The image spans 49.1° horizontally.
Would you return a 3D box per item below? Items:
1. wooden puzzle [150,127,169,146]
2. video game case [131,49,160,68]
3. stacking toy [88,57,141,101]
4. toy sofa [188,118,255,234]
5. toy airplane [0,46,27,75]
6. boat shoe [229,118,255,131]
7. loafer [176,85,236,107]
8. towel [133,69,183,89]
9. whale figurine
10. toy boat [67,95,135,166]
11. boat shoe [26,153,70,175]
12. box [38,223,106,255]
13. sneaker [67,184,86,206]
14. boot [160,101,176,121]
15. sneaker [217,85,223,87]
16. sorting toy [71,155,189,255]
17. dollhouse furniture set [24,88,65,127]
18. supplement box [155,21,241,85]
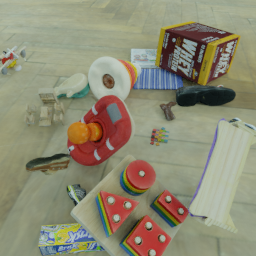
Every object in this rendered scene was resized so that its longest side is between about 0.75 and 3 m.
[{"bbox_3d":[1.188,0.292,10.346,0.620,0.073,1.046,8,42,9],"label":"wooden puzzle"},{"bbox_3d":[1.142,-3.679,14.753,1.973,0.234,1.796,1,41,0],"label":"video game case"},{"bbox_3d":[-0.264,-2.320,12.284,1.990,1.990,2.723,20,31,21],"label":"stacking toy"},{"bbox_3d":[2.390,1.178,7.340,1.332,1.131,2.730,22,80,-5],"label":"toy sofa"},{"bbox_3d":[-5.612,-3.281,13.633,1.615,1.140,1.608,-33,28,12],"label":"toy airplane"},{"bbox_3d":[4.226,0.036,10.427,0.517,0.403,1.139,-24,39,-24],"label":"boat shoe"},{"bbox_3d":[3.229,-1.487,11.767,2.461,0.896,0.890,1,42,0],"label":"loafer"},{"bbox_3d":[1.430,-2.289,13.228,2.280,0.272,1.651,1,43,4],"label":"towel"},{"bbox_3d":[-2.424,-1.661,12.176,1.699,0.881,1.351,-20,43,13],"label":"whale figurine"},{"bbox_3d":[-1.125,0.146,8.589,1.669,2.554,1.667,-1,58,-47],"label":"toy boat"},{"bbox_3d":[-2.302,1.144,8.331,0.565,0.552,1.494,9,11,37],"label":"boat shoe"},{"bbox_3d":[-1.373,2.807,7.127,1.630,0.524,0.571,-2,41,-4],"label":"box"},{"bbox_3d":[-1.380,2.014,8.140,0.456,0.416,1.127,-21,47,-27],"label":"sneaker"},{"bbox_3d":[1.761,-0.653,11.239,0.793,0.273,0.851,-14,54,-18],"label":"boot"},{"bbox_3d":[4.011,-1.673,12.521,0.752,0.290,0.308,-24,74,-26],"label":"sneaker"},{"bbox_3d":[0.255,2.041,7.065,2.347,0.822,2.361,43,53,7],"label":"sorting toy"},{"bbox_3d":[-3.197,-0.684,11.096,1.389,0.984,1.512,-3,62,-2],"label":"dollhouse furniture set"},{"bbox_3d":[3.249,-3.635,13.215,2.748,1.825,2.711,31,41,31],"label":"supplement box"}]
